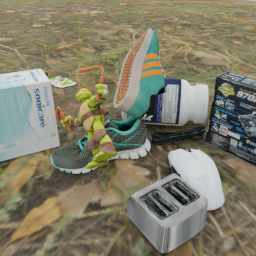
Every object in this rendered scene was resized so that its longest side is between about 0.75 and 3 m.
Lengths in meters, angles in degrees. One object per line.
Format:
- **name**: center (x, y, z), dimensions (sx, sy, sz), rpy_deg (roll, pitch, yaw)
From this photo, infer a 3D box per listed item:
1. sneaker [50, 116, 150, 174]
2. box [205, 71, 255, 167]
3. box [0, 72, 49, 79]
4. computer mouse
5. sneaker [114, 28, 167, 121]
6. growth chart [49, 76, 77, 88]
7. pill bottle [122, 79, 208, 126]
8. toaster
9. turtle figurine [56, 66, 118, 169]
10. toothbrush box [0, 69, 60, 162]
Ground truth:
- **sneaker**: center (-0.692, 0.283, 7.284), dimensions (2.712, 1.237, 1.052), rpy_deg (-15, 37, -21)
- **box**: center (3.325, -0.066, 7.067), dimensions (0.604, 2.088, 2.627), rpy_deg (-25, 38, -35)
- **box**: center (-4.634, -1.563, 10.979), dimensions (2.645, 0.608, 2.102), rpy_deg (-1, 31, -2)
- **computer mouse**: center (1.603, 0.782, 7.045), dimensions (1.626, 0.651, 2.965), rpy_deg (-3, 31, -7)
- **sneaker**: center (0.488, -1.433, 7.604), dimensions (1.144, 1.022, 2.863), rpy_deg (29, 58, -23)
- **growth chart**: center (-2.925, -2.007, 12.224), dimensions (1.308, 0.116, 0.946), rpy_deg (27, 39, 36)
- **pill bottle**: center (1.160, -0.819, 8.901), dimensions (2.582, 1.494, 1.494), rpy_deg (4, 31, 7)
- **toaster**: center (0.782, 1.651, 5.460), dimensions (1.215, 0.797, 1.344), rpy_deg (-20, 37, -29)
- **turtle figurine**: center (-0.907, -0.111, 6.657), dimensions (0.810, 2.515, 2.028), rpy_deg (-2, 67, -40)
- **toothbrush box**: center (-3.408, -0.265, 7.428), dimensions (2.799, 2.049, 1.194), rpy_deg (-15, 34, -22)
